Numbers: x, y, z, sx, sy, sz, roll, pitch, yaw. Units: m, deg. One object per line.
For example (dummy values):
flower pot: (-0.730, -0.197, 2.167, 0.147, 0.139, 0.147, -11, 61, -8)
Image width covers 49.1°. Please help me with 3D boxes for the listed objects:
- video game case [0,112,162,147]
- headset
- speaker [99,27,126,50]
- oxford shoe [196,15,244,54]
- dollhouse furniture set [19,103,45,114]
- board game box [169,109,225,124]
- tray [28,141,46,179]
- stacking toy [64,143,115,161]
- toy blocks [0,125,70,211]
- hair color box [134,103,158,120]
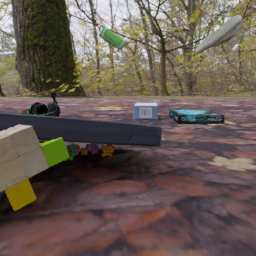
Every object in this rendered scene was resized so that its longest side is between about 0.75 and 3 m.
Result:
video game case: (-1.113, 0.071, 5.027, 2.810, 0.358, 2.539, 5, -3, -11)
headset: (-3.753, -0.941, 12.805, 1.404, 1.068, 2.273, 2, 19, 9)
speaker: (-0.667, -3.832, 12.048, 1.137, 0.503, 0.503, 30, 0, -15)
oxford shoe: (3.531, -3.460, 10.808, 2.057, 0.594, 0.773, -33, 28, 34)
dollhouse furniture set: (-5.076, -0.899, 15.026, 1.298, 0.528, 0.699, -26, 21, -31)
board game box: (2.929, -0.540, 12.385, 1.867, 0.389, 2.761, 0, 8, 1)
tray: (-2.721, 0.498, 4.828, 2.524, 0.467, 1.245, 0, 8, 8)
stacking toy: (-0.970, 0.433, 5.949, 1.155, 0.271, 0.871, -4, 9, -23)
toy blocks: (-1.839, 0.469, 3.171, 1.959, 0.979, 1.339, -26, 14, -28)
hair color box: (0.870, -0.845, 13.537, 1.091, 0.668, 2.204, 1, 9, 4)
